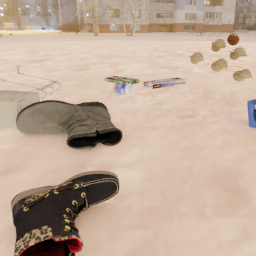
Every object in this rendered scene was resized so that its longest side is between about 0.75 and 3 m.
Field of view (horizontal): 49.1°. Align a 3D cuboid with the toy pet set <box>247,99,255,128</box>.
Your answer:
[{"bbox_3d":[4.940,-0.522,8.853,2.176,1.238,2.331,-15,59,-34],"label":"toy pet set"}]

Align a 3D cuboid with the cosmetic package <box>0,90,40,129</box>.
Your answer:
[{"bbox_3d":[-4.353,-0.681,9.187,2.585,0.945,1.338,6,22,13],"label":"cosmetic package"}]

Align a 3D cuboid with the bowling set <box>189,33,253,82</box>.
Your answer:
[{"bbox_3d":[2.581,-2.039,7.442,1.710,1.190,0.918,19,6,4],"label":"bowling set"}]

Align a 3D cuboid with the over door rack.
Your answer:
[{"bbox_3d":[-4.335,-1.930,12.412,2.259,0.752,1.669,23,24,2],"label":"over door rack"}]

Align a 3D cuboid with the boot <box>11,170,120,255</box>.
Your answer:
[{"bbox_3d":[-0.880,1.343,4.312,1.845,0.675,1.389,-10,22,-14],"label":"boot"}]

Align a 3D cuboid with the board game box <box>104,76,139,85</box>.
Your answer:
[{"bbox_3d":[-0.339,-2.595,15.183,1.724,0.202,0.903,16,24,35],"label":"board game box"}]

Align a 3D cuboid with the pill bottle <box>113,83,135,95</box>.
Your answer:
[{"bbox_3d":[-0.160,-1.750,12.541,0.912,0.511,0.511,9,23,24],"label":"pill bottle"}]

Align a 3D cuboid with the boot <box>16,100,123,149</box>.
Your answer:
[{"bbox_3d":[-1.671,-0.055,7.712,2.819,0.954,1.841,-7,28,-13],"label":"boot"}]

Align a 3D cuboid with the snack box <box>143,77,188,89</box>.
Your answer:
[{"bbox_3d":[1.923,-2.292,14.263,2.226,0.271,0.800,-12,24,-28],"label":"snack box"}]
